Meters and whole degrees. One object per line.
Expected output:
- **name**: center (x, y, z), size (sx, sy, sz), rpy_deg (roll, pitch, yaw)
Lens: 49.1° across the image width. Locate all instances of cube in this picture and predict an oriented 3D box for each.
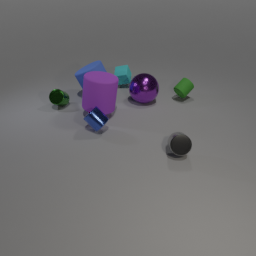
- **cube**: center (-0.267, -2.782, 14.693), size (0.700, 0.700, 0.700), rpy_deg (-5, 57, 18)

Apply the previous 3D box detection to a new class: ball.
- **ball**: center (0.740, -1.834, 12.988), size (1.400, 1.400, 1.400), rpy_deg (0, 29, 0)

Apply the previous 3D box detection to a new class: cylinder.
- **cylinder**: center (-3.080, -1.354, 12.584), size (0.700, 0.700, 0.700), rpy_deg (6, -2, 10)
- **cylinder**: center (-1.162, -1.462, 11.573), size (1.400, 1.400, 1.400), rpy_deg (7, 29, -4)
- **cylinder**: center (2.639, -1.898, 13.257), size (0.700, 0.700, 0.700), rpy_deg (-46, 43, -8)
- **cylinder**: center (-1.207, -0.347, 10.629), size (0.700, 0.700, 0.700), rpy_deg (-42, 10, 10)
- **cylinder**: center (-1.591, -2.263, 13.319), size (1.400, 1.400, 1.400), rpy_deg (-23, 24, 11)
- **cylinder**: center (1.692, 0.511, 9.212), size (0.700, 0.700, 0.700), rpy_deg (1, 7, 2)
